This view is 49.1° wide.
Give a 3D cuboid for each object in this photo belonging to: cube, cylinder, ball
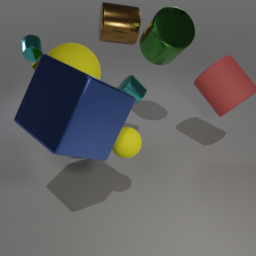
[{"bbox_3d":[-0.994,-0.351,5.337,1.400,1.400,1.400,30,7,35],"label":"cube"},{"bbox_3d":[-0.355,-3.962,10.704,1.400,1.400,1.400,3,29,-12],"label":"cylinder"},{"bbox_3d":[-0.046,0.325,6.279,0.700,0.700,0.700,0,30,0],"label":"ball"},{"bbox_3d":[-1.369,-1.362,6.872,1.400,1.400,1.400,0,30,0],"label":"ball"},{"bbox_3d":[-3.522,-2.935,10.324,0.700,0.700,0.700,-8,58,-13],"label":"cylinder"},{"bbox_3d":[1.243,-2.953,9.150,1.400,1.400,1.400,-11,-6,-17],"label":"cylinder"},{"bbox_3d":[-2.933,-2.204,10.145,0.700,0.700,0.700,-38,15,6],"label":"cube"},{"bbox_3d":[3.047,-1.303,8.784,1.400,1.400,1.400,-28,78,-39],"label":"cylinder"},{"bbox_3d":[0.137,-1.247,9.154,0.700,0.700,0.700,-39,25,22],"label":"cylinder"}]
